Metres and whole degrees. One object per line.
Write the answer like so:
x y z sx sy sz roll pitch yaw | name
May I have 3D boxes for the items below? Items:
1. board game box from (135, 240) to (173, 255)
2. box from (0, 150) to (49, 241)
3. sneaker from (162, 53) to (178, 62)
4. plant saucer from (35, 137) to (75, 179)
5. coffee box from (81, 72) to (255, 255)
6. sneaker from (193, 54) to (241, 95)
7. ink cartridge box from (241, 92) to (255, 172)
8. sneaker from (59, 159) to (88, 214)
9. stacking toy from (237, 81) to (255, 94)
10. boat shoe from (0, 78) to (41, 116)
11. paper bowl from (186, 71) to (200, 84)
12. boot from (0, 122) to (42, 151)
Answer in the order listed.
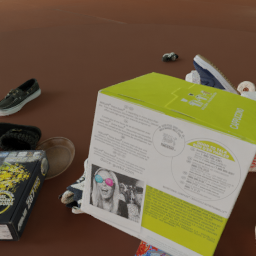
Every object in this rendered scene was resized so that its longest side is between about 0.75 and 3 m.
0.664 2.363 4.718 1.138 0.318 1.114 12 35 18 | board game box
-3.222 1.346 5.952 2.575 0.632 2.075 -1 32 5 | box
2.126 -3.506 13.935 0.485 0.356 1.072 25 38 38 | sneaker
-1.901 0.786 7.020 1.270 0.232 1.270 -8 49 10 | plant saucer
0.884 0.489 5.208 2.382 2.355 2.378 20 25 20 | coffee box
2.359 -0.758 7.816 2.504 1.358 0.878 43 21 -15 | sneaker
3.974 0.101 6.871 2.494 1.821 1.052 -2 36 -1 | ink cartridge box
-1.027 1.260 6.152 1.031 0.633 1.585 -3 42 -21 | sneaker
4.599 -1.436 10.631 0.650 0.650 0.890 26 22 34 | stacking toy
-3.940 -1.146 9.974 0.738 0.609 2.151 12 34 18 | boat shoe
2.406 -1.649 10.438 0.502 0.965 0.965 3 32 9 | paper bowl
-3.203 0.301 7.355 1.737 0.654 1.298 -3 17 -5 | boot
